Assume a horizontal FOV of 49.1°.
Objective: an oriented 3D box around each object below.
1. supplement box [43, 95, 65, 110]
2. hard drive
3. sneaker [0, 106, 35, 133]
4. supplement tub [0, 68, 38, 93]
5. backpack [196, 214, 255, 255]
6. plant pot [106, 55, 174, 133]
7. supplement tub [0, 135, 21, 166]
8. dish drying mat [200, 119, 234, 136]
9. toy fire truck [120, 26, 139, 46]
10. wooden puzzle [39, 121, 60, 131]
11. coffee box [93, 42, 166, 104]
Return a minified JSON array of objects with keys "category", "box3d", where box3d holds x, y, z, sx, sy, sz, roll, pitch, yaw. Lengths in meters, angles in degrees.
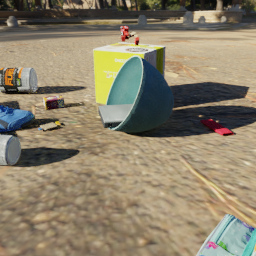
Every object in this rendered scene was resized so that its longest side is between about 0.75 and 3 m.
[{"category":"supplement box","box3d":[-2.972,-1.023,11.228,0.768,0.396,0.503,-10,26,-21]},{"category":"hard drive","box3d":[-0.018,-0.421,9.064,1.724,0.283,1.203,-4,29,-14]},{"category":"sneaker","box3d":[-4.495,-0.445,9.132,2.748,1.077,0.906,-6,23,-17]},{"category":"supplement tub","box3d":[-5.253,-2.184,12.893,1.907,1.168,1.168,-1,24,-2]},{"category":"backpack","box3d":[1.474,1.863,3.008,1.541,1.817,2.047,27,30,37]},{"category":"plant pot","box3d":[0.500,-0.862,8.963,1.620,2.405,2.405,19,16,-24]},{"category":"supplement tub","box3d":[-3.513,0.544,7.214,1.272,0.779,0.779,3,24,7]},{"category":"dish drying mat","box3d":[2.941,-0.026,9.341,0.475,0.113,1.238,-8,24,-18]},{"category":"toy fire truck","box3d":[0.053,-2.843,8.590,0.558,0.193,0.792,-2,53,-2]},{"category":"wooden puzzle","box3d":[-2.642,-0.048,9.423,0.793,0.093,0.535,-14,23,-29]},{"category":"coffee box","box3d":[0.111,-2.221,11.621,2.243,2.247,2.222,12,27,26]}]
